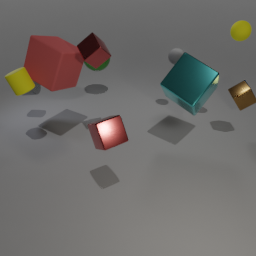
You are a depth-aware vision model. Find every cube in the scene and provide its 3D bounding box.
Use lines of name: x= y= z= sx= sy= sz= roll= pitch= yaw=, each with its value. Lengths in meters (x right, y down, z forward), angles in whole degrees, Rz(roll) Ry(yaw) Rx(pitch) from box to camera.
cube: x=-0.515 y=0.113 z=7.111 sx=0.700 sy=0.700 sz=0.700 roll=-22 pitch=9 yaw=-23
cube: x=2.176 y=-1.499 z=9.836 sx=1.400 sy=1.400 sz=1.400 roll=38 pitch=2 yaw=18
cube: x=-1.101 y=-2.509 z=9.125 sx=0.700 sy=0.700 sz=0.700 roll=23 pitch=35 yaw=-60
cube: x=4.341 y=-1.232 z=10.623 sx=0.700 sy=0.700 sz=0.700 roll=-30 pitch=31 yaw=21
cube: x=-2.555 y=-2.276 z=9.776 sx=1.400 sy=1.400 sz=1.400 roll=31 pitch=26 yaw=15

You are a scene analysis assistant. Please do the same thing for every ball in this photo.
ball: x=2.083 y=-3.066 z=12.019 sx=0.700 sy=0.700 sz=0.700 roll=0 pitch=30 yaw=0
ball: x=4.015 y=-3.451 z=9.960 sx=0.700 sy=0.700 sz=0.700 roll=0 pitch=30 yaw=0
ball: x=-1.587 y=-3.579 z=14.134 sx=1.400 sy=1.400 sz=1.400 roll=0 pitch=30 yaw=0

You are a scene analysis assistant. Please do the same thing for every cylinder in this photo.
cylinder: x=-3.530 y=-1.525 z=9.170 sx=0.700 sy=0.700 sz=0.700 roll=-19 pitch=27 yaw=10
cylinder: x=-4.176 y=-1.740 z=11.837 sx=0.700 sy=0.700 sz=0.700 roll=-2 pitch=28 yaw=15
